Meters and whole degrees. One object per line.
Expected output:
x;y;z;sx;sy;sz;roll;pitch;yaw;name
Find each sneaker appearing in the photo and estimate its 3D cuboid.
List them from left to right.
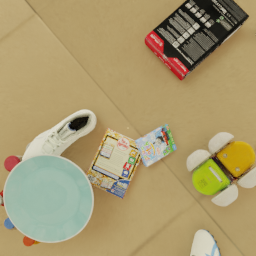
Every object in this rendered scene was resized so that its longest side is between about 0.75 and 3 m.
-1.929;0.250;7.760;2.450;1.067;0.913;-42;92;-11;sneaker
1.806;4.028;7.296;0.966;0.958;2.665;18;72;-24;sneaker

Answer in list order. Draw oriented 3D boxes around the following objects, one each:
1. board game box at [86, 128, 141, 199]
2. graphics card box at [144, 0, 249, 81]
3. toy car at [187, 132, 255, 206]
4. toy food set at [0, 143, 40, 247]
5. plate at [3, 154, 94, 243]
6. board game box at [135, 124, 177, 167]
-0.376;1.042;8.340;1.298;0.397;1.714;25;84;3;board game box
2.077;-3.005;8.644;2.754;0.700;1.728;-43;84;-1;graphics card box
2.652;1.134;7.822;1.842;1.382;1.612;-40;72;8;toy car
-2.920;1.769;7.817;1.339;1.262;2.806;-2;83;0;toy food set
-1.922;1.704;6.870;2.233;0.285;2.233;0;97;3;plate
0.830;0.503;8.212;1.113;0.204;0.842;-28;109;-18;board game box
